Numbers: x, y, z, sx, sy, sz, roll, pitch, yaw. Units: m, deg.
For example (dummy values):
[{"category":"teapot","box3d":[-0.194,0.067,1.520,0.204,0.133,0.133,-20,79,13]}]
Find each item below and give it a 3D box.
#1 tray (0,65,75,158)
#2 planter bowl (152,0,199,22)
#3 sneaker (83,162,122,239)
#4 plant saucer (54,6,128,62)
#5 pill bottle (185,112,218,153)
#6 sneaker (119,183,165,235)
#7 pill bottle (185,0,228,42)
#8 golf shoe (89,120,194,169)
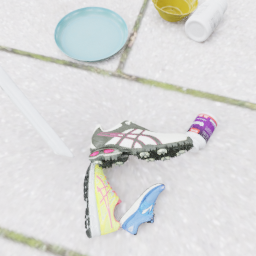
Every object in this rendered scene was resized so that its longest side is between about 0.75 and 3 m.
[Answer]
[{"category":"tray","box3d":[-2.344,-0.261,6.931,0.299,1.446,2.693,-40,100,-17]},{"category":"planter bowl","box3d":[1.668,-4.498,10.430,1.756,0.731,1.756,2,59,-3]},{"category":"sneaker","box3d":[-0.650,1.752,7.265,0.939,0.813,2.080,3,60,-17]},{"category":"plant saucer","box3d":[-1.306,-3.334,10.071,2.639,0.362,2.639,0,62,0]},{"category":"pill bottle","box3d":[2.077,0.126,8.096,0.650,0.650,1.156,31,66,15]},{"category":"sneaker","box3d":[0.477,2.074,7.189,0.685,0.603,1.536,40,77,11]},{"category":"pill bottle","box3d":[2.854,-3.969,10.060,0.956,0.956,1.672,33,67,16]},{"category":"golf shoe","box3d":[0.260,0.271,6.790,2.565,0.990,1.130,-7,67,12]}]
